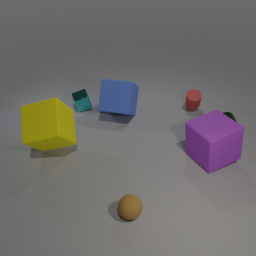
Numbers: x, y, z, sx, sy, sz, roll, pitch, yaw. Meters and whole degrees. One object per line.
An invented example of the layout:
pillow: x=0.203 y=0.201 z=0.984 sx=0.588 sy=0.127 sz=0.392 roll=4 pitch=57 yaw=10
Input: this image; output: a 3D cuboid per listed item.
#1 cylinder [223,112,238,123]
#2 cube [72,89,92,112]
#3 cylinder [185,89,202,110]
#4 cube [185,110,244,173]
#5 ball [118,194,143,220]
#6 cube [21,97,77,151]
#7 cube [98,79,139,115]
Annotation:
cylinder: x=4.205 y=-0.219 z=11.789 sx=0.700 sy=0.700 sz=0.700 roll=3 pitch=31 yaw=4
cube: x=-2.192 y=-1.308 z=13.310 sx=0.700 sy=0.700 sz=0.700 roll=-21 pitch=47 yaw=-5
cylinder: x=3.068 y=-1.339 z=13.130 sx=0.700 sy=0.700 sz=0.700 roll=-2 pitch=60 yaw=4
cube: x=2.989 y=0.438 z=9.829 sx=1.400 sy=1.400 sz=1.400 roll=-21 pitch=36 yaw=-16
ball: x=0.063 y=2.207 z=7.829 sx=0.700 sy=0.700 sz=0.700 roll=0 pitch=32 yaw=0
cube: x=-2.813 y=-0.081 z=10.037 sx=1.400 sy=1.400 sz=1.400 roll=-13 pitch=72 yaw=10
cube: x=-0.390 y=-1.350 z=12.494 sx=1.400 sy=1.400 sz=1.400 roll=8 pitch=3 yaw=13
